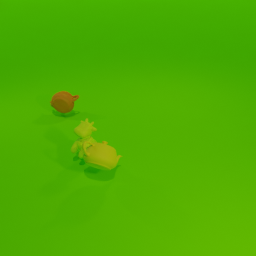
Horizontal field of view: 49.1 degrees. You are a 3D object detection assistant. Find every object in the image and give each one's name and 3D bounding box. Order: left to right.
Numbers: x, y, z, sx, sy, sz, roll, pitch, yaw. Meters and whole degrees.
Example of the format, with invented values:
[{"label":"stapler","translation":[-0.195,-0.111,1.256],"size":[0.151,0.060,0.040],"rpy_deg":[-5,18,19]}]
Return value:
[{"label":"teapot","translation":[-2.217,-0.913,9.541],"size":[1.263,0.785,0.618],"rpy_deg":[-11,36,20]},{"label":"cow figurine","translation":[-1.030,0.291,7.046],"size":[0.533,0.955,0.971],"rpy_deg":[27,-1,28]},{"label":"teapot","translation":[-0.569,0.607,6.321],"size":[0.772,1.241,0.608],"rpy_deg":[-2,65,42]}]
